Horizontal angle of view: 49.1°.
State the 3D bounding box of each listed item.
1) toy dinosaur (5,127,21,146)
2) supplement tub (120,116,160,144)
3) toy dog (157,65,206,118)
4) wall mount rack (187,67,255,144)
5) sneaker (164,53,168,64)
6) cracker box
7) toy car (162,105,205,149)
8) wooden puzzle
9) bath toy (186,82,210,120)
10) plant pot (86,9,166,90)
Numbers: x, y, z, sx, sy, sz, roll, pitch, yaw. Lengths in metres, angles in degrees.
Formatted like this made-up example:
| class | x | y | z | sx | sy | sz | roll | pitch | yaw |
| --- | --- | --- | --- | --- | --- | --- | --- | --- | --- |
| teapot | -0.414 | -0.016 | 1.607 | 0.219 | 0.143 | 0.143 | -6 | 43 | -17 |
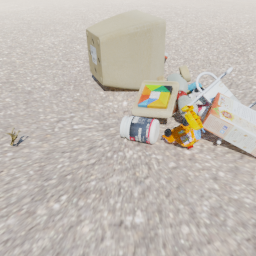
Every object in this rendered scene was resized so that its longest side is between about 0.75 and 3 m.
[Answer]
| class | x | y | z | sx | sy | sz | roll | pitch | yaw |
| --- | --- | --- | --- | --- | --- | --- | --- | --- | --- |
| toy dinosaur | -3.087 | 0.219 | 7.555 | 0.247 | 0.850 | 0.430 | 17 | 61 | -7 |
| supplement tub | 0.347 | 0.039 | 8.025 | 1.012 | 0.710 | 0.710 | 9 | 32 | 18 |
| toy dog | 1.741 | -0.987 | 9.396 | 1.648 | 1.203 | 2.498 | -7 | 44 | 25 |
| wall mount rack | 2.728 | -0.642 | 8.218 | 1.963 | 0.842 | 2.260 | -41 | 87 | -9 |
| sneaker | 1.085 | -2.866 | 11.923 | 0.874 | 0.929 | 2.268 | 19 | 14 | 30 |
| cracker box | 3.143 | -0.057 | 7.700 | 2.011 | 0.580 | 1.347 | 29 | 39 | 9 |
| toy car | 1.370 | 0.148 | 7.022 | 1.165 | 0.791 | 2.376 | -30 | -11 | 14 |
| wooden puzzle | 0.855 | -0.945 | 8.661 | 1.263 | 0.254 | 1.366 | 6 | 58 | 20 |
| bath toy | 2.391 | -0.869 | 9.553 | 0.677 | 0.797 | 1.833 | 12 | 35 | -19 |
| plant pot | -0.234 | -3.021 | 11.263 | 2.412 | 2.724 | 2.721 | -14 | 34 | -18 |
